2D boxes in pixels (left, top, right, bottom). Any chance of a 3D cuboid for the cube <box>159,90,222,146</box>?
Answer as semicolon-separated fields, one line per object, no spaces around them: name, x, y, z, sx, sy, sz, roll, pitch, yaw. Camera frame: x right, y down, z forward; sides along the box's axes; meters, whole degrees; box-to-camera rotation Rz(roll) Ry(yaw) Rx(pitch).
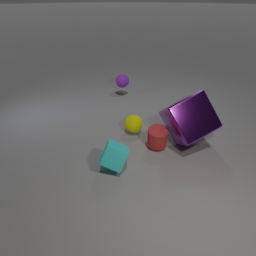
cube;2.139;-0.322;9.829;1.400;1.400;1.400;-28;1;-7

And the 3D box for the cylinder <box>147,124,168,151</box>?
cylinder;1.043;0.321;9.945;0.700;0.700;0.700;-1;42;1

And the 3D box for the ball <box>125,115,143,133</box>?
ball;0.223;-0.171;10.999;0.700;0.700;0.700;0;28;0

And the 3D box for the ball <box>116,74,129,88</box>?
ball;-0.295;-2.452;14.603;0.700;0.700;0.700;0;28;0

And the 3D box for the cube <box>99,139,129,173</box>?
cube;-0.429;0.854;8.729;0.700;0.700;0.700;23;13;-6
